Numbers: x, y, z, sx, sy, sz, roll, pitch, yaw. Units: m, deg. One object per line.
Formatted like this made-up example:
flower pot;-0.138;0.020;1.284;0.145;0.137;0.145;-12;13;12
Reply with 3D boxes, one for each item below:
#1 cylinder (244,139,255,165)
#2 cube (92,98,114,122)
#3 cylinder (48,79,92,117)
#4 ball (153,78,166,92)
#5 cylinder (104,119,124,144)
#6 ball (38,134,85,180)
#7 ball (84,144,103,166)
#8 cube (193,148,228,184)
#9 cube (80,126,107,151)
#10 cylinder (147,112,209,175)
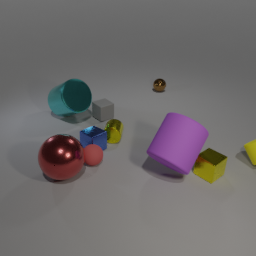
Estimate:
cylinder;4.231;0.742;9.054;0.700;0.700;0.700;-25;-7;-3
cube;-1.077;-0.785;12.108;0.700;0.700;0.700;-21;37;-34
cylinder;-2.451;-1.238;11.765;1.400;1.400;1.400;-26;11;-37
ball;1.668;-2.263;14.767;0.700;0.700;0.700;0;30;0
cylinder;-0.553;0.117;10.544;0.700;0.700;0.700;4;30;7
ball;-2.002;0.877;8.493;1.400;1.400;1.400;0;30;0
ball;-1.161;0.884;9.201;0.700;0.700;0.700;0;30;0
cube;2.558;1.158;8.720;0.700;0.700;0.700;-23;37;-35
cube;-1.226;0.424;9.940;0.700;0.700;0.700;23;32;36
cylinder;1.481;0.469;8.412;1.400;1.400;1.400;23;79;35
